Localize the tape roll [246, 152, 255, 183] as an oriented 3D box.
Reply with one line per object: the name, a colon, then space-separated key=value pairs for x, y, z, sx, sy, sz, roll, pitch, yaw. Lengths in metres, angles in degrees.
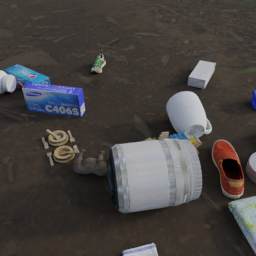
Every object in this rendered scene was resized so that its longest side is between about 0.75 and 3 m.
tape roll: x=4.635 y=1.371 z=9.261 sx=1.315 sy=0.434 sz=1.315 roll=1 pitch=39 yaw=0

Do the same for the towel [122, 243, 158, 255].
towel: x=0.416 y=3.483 z=6.854 sx=0.909 sy=0.147 sz=1.238 roll=-9 pitch=40 yaw=-10

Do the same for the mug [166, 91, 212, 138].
mug: x=2.504 y=-0.327 z=10.846 sx=1.826 sy=1.348 sz=1.601 roll=19 pitch=38 yaw=-27

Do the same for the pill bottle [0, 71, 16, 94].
pill bottle: x=-6.369 y=-2.200 z=13.189 sx=1.960 sy=1.098 sz=1.098 roll=8 pitch=39 yaw=10

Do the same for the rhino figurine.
rhino figurine: x=-0.970 y=1.204 z=9.315 sx=1.844 sy=0.551 sz=0.806 roll=4 pitch=56 yaw=8

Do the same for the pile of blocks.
pile of blocks: x=1.541 y=0.700 z=9.668 sx=2.384 sy=0.978 sz=0.741 roll=-10 pitch=40 yaw=-12

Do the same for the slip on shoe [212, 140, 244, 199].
slip on shoe: x=3.344 y=1.170 z=9.276 sx=0.898 sy=0.742 sz=2.424 roll=3 pitch=37 yaw=6

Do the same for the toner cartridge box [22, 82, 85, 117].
toner cartridge box: x=-3.117 y=-1.191 z=11.875 sx=2.474 sy=1.175 sz=0.534 roll=7 pitch=39 yaw=10

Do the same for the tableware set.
tableware set: x=-2.475 y=0.595 z=10.298 sx=1.133 sy=0.344 sz=1.714 roll=-16 pitch=41 yaw=-19

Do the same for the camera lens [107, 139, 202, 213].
camera lens: x=0.651 y=1.336 z=8.085 sx=2.425 sy=1.940 sz=1.940 roll=-6 pitch=39 yaw=-7

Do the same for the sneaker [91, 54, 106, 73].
sneaker: x=-1.645 y=-3.523 z=15.152 sx=0.615 sy=0.708 sz=1.598 roll=6 pitch=39 yaw=7

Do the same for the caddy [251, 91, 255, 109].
caddy: x=5.815 y=-1.249 z=12.328 sx=0.529 sy=0.713 sz=1.009 roll=-2 pitch=39 yaw=8

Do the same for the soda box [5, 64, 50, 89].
soda box: x=-4.863 y=-2.319 z=13.601 sx=2.391 sy=0.767 sz=0.811 roll=24 pitch=45 yaw=28

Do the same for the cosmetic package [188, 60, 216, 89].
cosmetic package: x=3.792 y=-2.763 z=14.342 sx=0.866 sy=0.531 sz=2.098 roll=18 pitch=42 yaw=21

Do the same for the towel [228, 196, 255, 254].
towel: x=3.986 y=2.673 z=7.597 sx=1.719 sy=0.484 sz=2.008 roll=-7 pitch=39 yaw=-10
